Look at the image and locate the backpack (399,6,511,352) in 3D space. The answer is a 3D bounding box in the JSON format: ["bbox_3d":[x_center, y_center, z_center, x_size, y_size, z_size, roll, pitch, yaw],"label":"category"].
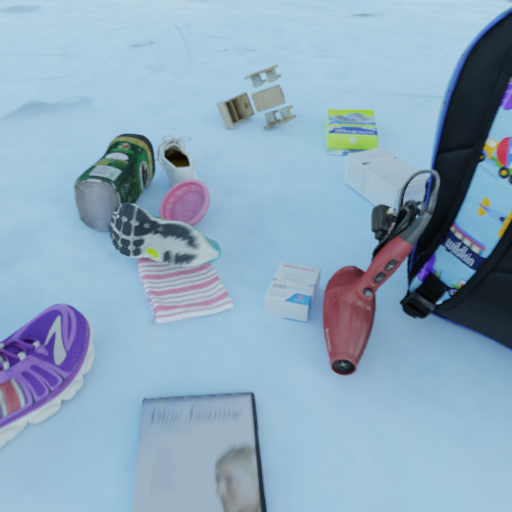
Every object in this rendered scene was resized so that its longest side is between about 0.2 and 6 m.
[{"bbox_3d":[4.153,-0.839,6.645,4.104,4.496,3.024,27,44,35],"label":"backpack"}]

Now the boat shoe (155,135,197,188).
[{"bbox_3d":[-1.681,-2.099,11.542,0.790,0.911,2.137,-8,36,-11],"label":"boat shoe"}]

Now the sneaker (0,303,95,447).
[{"bbox_3d":[-2.980,1.417,6.315,1.180,1.221,2.927,16,38,21],"label":"sneaker"}]

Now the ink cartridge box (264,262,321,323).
[{"bbox_3d":[0.551,0.519,8.304,0.650,0.380,0.899,10,38,14],"label":"ink cartridge box"}]

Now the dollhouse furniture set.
[{"bbox_3d":[-0.038,-3.664,13.490,1.501,1.315,0.997,-6,23,41],"label":"dollhouse furniture set"}]

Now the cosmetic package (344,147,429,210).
[{"bbox_3d":[2.535,-1.437,10.816,0.932,0.670,1.651,-15,37,-23],"label":"cosmetic package"}]

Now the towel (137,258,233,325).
[{"bbox_3d":[-1.135,0.403,8.599,1.165,0.238,1.592,-12,37,-16],"label":"towel"}]

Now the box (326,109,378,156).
[{"bbox_3d":[2.226,-2.926,13.131,1.148,0.449,1.882,3,35,5],"label":"box"}]

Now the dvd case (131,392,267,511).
[{"bbox_3d":[-0.611,2.272,6.013,1.356,0.167,1.901,-3,35,-4],"label":"dvd case"}]

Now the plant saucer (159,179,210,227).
[{"bbox_3d":[-1.253,-0.892,10.074,1.018,0.258,1.018,-12,60,21],"label":"plant saucer"}]

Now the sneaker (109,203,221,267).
[{"bbox_3d":[-1.518,-0.261,8.979,2.150,0.833,0.856,21,7,30],"label":"sneaker"}]

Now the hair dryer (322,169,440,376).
[{"bbox_3d":[1.435,0.243,7.358,0.736,2.062,2.708,19,80,1],"label":"hair dryer"}]

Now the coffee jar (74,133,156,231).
[{"bbox_3d":[-2.569,-1.449,10.464,0.909,1.111,2.130,7,35,6],"label":"coffee jar"}]
